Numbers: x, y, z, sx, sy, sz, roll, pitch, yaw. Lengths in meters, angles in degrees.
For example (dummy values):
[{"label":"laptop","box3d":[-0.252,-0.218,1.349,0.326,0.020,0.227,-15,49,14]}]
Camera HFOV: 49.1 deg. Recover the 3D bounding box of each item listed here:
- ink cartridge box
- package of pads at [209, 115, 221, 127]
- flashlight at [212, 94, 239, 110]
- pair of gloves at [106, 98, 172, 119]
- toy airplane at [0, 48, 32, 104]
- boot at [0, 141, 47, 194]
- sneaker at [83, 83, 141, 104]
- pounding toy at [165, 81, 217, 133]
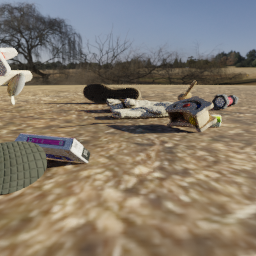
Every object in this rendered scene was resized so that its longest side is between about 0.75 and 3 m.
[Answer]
[{"label":"ink cartridge box","box3d":[-1.242,0.307,4.295,1.220,0.226,0.578,2,-24,19]},{"label":"package of pads","box3d":[2.161,-0.204,7.690,0.760,0.259,0.587,4,13,19]},{"label":"flashlight","box3d":[4.181,-1.145,11.833,0.651,0.653,1.922,35,28,29]},{"label":"pair of gloves","box3d":[0.572,-0.791,10.187,2.533,0.522,2.978,-2,11,-11]},{"label":"toy airplane","box3d":[-4.611,-1.395,8.933,2.932,2.069,2.919,-17,5,-12]},{"label":"boot","box3d":[-1.972,0.442,3.260,1.147,0.595,1.757,9,15,42]},{"label":"sneaker","box3d":[-0.775,-1.573,13.966,2.851,1.004,1.077,7,-5,7]},{"label":"pounding toy","box3d":[1.481,-0.589,7.259,0.977,0.980,1.709,-23,21,-4]}]
